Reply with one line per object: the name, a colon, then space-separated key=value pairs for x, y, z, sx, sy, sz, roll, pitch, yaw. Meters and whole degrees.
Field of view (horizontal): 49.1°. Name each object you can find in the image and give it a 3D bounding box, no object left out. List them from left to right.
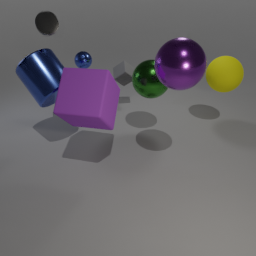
cylinder: x=-2.683 y=-1.625 z=9.202 sx=1.400 sy=1.400 sz=1.400 roll=54 pitch=45 yaw=1
cylinder: x=-2.518 y=-3.242 z=8.719 sx=0.700 sy=0.700 sz=0.700 roll=-8 pitch=18 yaw=-14
ball: x=-1.781 y=-2.699 z=11.153 sx=0.700 sy=0.700 sz=0.700 roll=0 pitch=30 yaw=0
cube: x=-1.150 y=-0.829 z=8.296 sx=1.400 sy=1.400 sz=1.400 roll=6 pitch=-13 yaw=14
cube: x=-0.173 y=-2.431 z=12.496 sx=0.700 sy=0.700 sz=0.700 roll=-26 pitch=53 yaw=32
ball: x=0.840 y=-1.775 z=10.193 sx=1.400 sy=1.400 sz=1.400 roll=0 pitch=30 yaw=0
ball: x=1.415 y=-1.724 z=7.602 sx=1.400 sy=1.400 sz=1.400 roll=0 pitch=30 yaw=0
ball: x=3.756 y=-2.091 z=10.916 sx=1.400 sy=1.400 sz=1.400 roll=0 pitch=30 yaw=0
